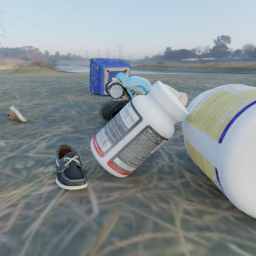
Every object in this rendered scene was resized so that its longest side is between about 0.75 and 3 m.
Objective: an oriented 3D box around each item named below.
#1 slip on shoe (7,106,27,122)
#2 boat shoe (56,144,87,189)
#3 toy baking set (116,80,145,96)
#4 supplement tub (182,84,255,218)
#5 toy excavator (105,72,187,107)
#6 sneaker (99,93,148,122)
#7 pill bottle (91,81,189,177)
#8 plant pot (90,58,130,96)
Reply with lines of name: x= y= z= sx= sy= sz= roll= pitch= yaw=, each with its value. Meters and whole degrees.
slip on shoe: x=-4.451 y=-0.473 z=11.113 sx=0.452 sy=0.567 sz=1.492 roll=-47 pitch=41 yaw=-13
boat shoe: x=-1.205 y=0.789 z=5.749 sx=0.579 sy=0.545 sz=1.613 roll=-4 pitch=16 yaw=-20
toy baking set: x=0.104 y=-1.475 z=10.630 sx=1.104 sy=0.167 sz=1.439 roll=22 pitch=6 yaw=-33
supplement tub: x=2.150 y=0.212 z=5.139 sx=1.935 sy=1.935 sz=2.662 roll=-1 pitch=14 yaw=-5
toy excavator: x=0.835 y=-1.488 z=12.241 sx=2.901 sy=2.821 sz=1.449 roll=-33 pitch=16 yaw=-1
sneaker: x=0.485 y=-0.663 z=10.602 sx=2.838 sy=1.085 sz=1.625 roll=-8 pitch=18 yaw=-20
pill bottle: x=0.236 y=0.030 z=5.707 sx=1.097 sy=1.894 sz=1.097 roll=43 pitch=16 yaw=-15
plant pot: x=-1.150 y=-3.414 z=19.135 sx=2.433 sy=2.433 sz=2.188 roll=-6 pitch=23 yaw=-25
